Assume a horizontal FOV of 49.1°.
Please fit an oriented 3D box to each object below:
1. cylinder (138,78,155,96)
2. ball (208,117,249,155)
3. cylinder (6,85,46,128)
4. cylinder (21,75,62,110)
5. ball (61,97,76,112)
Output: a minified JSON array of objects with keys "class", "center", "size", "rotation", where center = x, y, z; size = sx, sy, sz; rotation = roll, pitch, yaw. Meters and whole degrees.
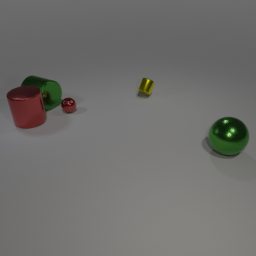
[{"class":"cylinder","center":[0.947,-2.140,14.556],"size":[0.700,0.700,0.700],"rotation":[21,-5,2]},{"class":"ball","center":[3.633,0.286,10.135],"size":[1.400,1.400,1.400],"rotation":[0,31,0]},{"class":"cylinder","center":[-4.358,-0.924,12.110],"size":[1.400,1.400,1.400],"rotation":[-1,33,1]},{"class":"cylinder","center":[-4.163,-1.714,13.456],"size":[1.400,1.400,1.400],"rotation":[18,35,27]},{"class":"ball","center":[-2.767,-1.075,13.083],"size":[0.700,0.700,0.700],"rotation":[0,31,0]}]
